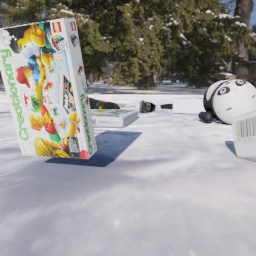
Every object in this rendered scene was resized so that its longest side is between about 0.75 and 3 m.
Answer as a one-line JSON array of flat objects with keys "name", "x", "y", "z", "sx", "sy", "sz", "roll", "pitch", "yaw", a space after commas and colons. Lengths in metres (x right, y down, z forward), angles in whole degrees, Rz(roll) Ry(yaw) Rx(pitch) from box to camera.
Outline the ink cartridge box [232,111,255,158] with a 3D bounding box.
[{"name": "ink cartridge box", "x": 3.029, "y": -0.008, "z": 3.187, "sx": 2.821, "sy": 0.707, "sz": 2.270, "roll": -3, "pitch": -6, "yaw": -4}]

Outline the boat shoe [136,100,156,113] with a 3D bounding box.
[{"name": "boat shoe", "x": 0.760, "y": -0.906, "z": 11.765, "sx": 0.459, "sy": 0.557, "sz": 1.622, "roll": 3, "pitch": 7, "yaw": 21}]

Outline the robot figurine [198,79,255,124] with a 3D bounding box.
[{"name": "robot figurine", "x": 2.936, "y": -0.797, "z": 8.210, "sx": 1.282, "sy": 1.544, "sz": 2.055, "roll": 17, "pitch": 8, "yaw": -2}]

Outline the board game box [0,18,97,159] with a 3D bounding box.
[{"name": "board game box", "x": -0.909, "y": -0.386, "z": 3.132, "sx": 0.936, "sy": 1.483, "sz": 0.257, "roll": 0, "pitch": 19, "yaw": 22}]

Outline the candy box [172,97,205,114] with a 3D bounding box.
[{"name": "candy box", "x": 2.858, "y": -0.970, "z": 11.740, "sx": 1.529, "sy": 0.652, "sz": 1.823, "roll": 4, "pitch": 9, "yaw": 25}]

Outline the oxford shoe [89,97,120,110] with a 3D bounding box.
[{"name": "oxford shoe", "x": -1.152, "y": -0.840, "z": 11.208, "sx": 1.757, "sy": 0.638, "sz": 0.742, "roll": 14, "pitch": 8, "yaw": 14}]

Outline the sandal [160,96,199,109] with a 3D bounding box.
[{"name": "sandal", "x": 2.912, "y": -1.224, "z": 13.537, "sx": 2.917, "sy": 0.657, "sz": 1.095, "roll": 5, "pitch": 9, "yaw": 31}]

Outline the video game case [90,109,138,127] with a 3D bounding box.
[{"name": "video game case", "x": -1.140, "y": -0.350, "z": 8.648, "sx": 2.560, "sy": 0.309, "sz": 2.809, "roll": 1, "pitch": 7, "yaw": 10}]
